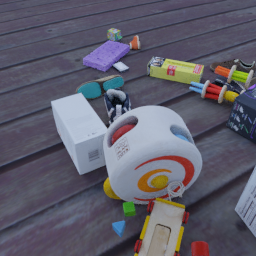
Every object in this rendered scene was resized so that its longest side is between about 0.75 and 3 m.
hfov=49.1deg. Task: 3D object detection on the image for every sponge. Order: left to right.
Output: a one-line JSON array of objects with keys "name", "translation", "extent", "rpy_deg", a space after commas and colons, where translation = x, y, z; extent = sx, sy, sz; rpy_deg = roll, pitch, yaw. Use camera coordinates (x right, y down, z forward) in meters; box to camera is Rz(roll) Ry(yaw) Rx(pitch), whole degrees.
[{"name": "sponge", "translation": [-1.101, -3.861, 14.776], "extent": [1.385, 0.370, 2.483], "rpy_deg": [21, 46, 22]}]

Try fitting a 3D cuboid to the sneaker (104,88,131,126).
[{"name": "sneaker", "translation": [-0.376, -1.104, 10.864], "extent": [0.982, 1.602, 2.461], "rpy_deg": [3, 43, 2]}]

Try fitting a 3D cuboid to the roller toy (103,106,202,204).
[{"name": "roller toy", "translation": [0.632, 0.869, 7.989], "extent": [2.822, 2.574, 1.972], "rpy_deg": [-8, 43, -8]}]

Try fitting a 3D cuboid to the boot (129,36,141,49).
[{"name": "boot", "translation": [0.334, -4.833, 15.800], "extent": [0.641, 0.448, 1.195], "rpy_deg": [-7, 44, 1]}]

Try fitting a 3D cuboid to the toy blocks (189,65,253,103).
[{"name": "toy blocks", "translation": [3.947, -1.969, 12.008], "extent": [2.197, 0.798, 1.831], "rpy_deg": [22, 75, 23]}]

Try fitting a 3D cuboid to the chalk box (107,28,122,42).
[{"name": "chalk box", "translation": [-0.735, -5.411, 16.341], "extent": [0.840, 0.520, 0.523], "rpy_deg": [27, 49, 27]}]

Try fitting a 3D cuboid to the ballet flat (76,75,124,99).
[{"name": "ballet flat", "translation": [-1.275, -1.807, 12.419], "extent": [2.263, 0.798, 0.739], "rpy_deg": [-17, 19, -21]}]

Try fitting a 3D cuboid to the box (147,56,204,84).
[{"name": "box", "translation": [2.243, -2.733, 13.344], "extent": [2.513, 0.630, 0.946], "rpy_deg": [16, 45, 17]}]

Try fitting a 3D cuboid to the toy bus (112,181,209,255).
[{"name": "toy bus", "translation": [0.855, 2.729, 7.075], "extent": [2.128, 1.099, 2.008], "rpy_deg": [-20, 51, -14]}]

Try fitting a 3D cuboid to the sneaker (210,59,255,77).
[{"name": "sneaker", "translation": [5.108, -3.056, 13.583], "extent": [2.090, 0.789, 0.736], "rpy_deg": [12, 44, 12]}]

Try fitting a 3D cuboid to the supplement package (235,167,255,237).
[{"name": "supplement package", "translation": [4.669, 2.235, 6.758], "extent": [2.253, 2.236, 2.969], "rpy_deg": [-15, 45, -16]}]

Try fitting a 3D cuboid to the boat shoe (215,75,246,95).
[{"name": "boat shoe", "translation": [4.644, -1.742, 12.447], "extent": [0.647, 0.749, 2.062], "rpy_deg": [-42, 51, 13]}]

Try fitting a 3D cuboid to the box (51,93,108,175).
[{"name": "box", "translation": [-1.619, 0.131, 9.604], "extent": [1.165, 1.487, 2.391], "rpy_deg": [-20, 46, -21]}]

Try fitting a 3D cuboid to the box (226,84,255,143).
[{"name": "box", "translation": [5.216, -0.251, 10.077], "extent": [1.610, 1.397, 2.634], "rpy_deg": [-30, 50, -29]}]

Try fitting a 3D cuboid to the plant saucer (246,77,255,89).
[{"name": "plant saucer", "translation": [6.335, -1.541, 12.281], "extent": [2.277, 0.335, 2.277], "rpy_deg": [1, 43, -1]}]

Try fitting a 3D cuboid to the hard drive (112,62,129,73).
[{"name": "hard drive", "translation": [-0.375, -3.042, 14.050], "extent": [0.538, 0.146, 0.771], "rpy_deg": [-26, 49, -25]}]
